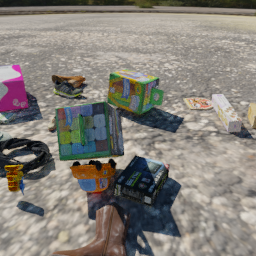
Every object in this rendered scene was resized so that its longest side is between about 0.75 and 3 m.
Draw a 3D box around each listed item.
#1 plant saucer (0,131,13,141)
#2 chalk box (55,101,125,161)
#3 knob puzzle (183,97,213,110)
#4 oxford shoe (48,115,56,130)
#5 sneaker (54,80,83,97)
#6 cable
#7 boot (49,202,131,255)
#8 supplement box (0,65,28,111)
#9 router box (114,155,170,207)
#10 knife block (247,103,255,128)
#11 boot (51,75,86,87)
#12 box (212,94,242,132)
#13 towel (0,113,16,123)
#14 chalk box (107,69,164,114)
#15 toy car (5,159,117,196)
[{"bbox_3d":[-4.745,0.385,9.854,1.283,0.322,1.283,0,29,0],"label":"plant saucer"},{"bbox_3d":[-1.061,0.144,7.696,1.430,1.437,2.309,-7,-8,11],"label":"chalk box"},{"bbox_3d":[3.355,-1.184,12.890,1.465,0.203,1.465,0,28,0],"label":"knob puzzle"},{"bbox_3d":[-2.936,-0.209,10.946,0.311,0.324,0.878,1,28,2],"label":"oxford shoe"},{"bbox_3d":[-2.982,-1.950,13.813,1.655,0.670,0.611,10,30,17],"label":"sneaker"},{"bbox_3d":[-3.352,0.839,8.950,1.990,0.506,1.624,8,23,14],"label":"cable"},{"bbox_3d":[-0.743,2.281,6.064,1.607,0.554,1.724,12,31,-5],"label":"boot"},{"bbox_3d":[-5.552,-1.943,13.079,1.339,1.368,2.647,-10,29,-20],"label":"supplement box"},{"bbox_3d":[0.413,1.415,7.785,1.102,0.457,1.470,12,31,22],"label":"router box"},{"bbox_3d":[5.639,-0.353,10.966,1.551,0.565,1.767,6,28,10],"label":"knife block"},{"bbox_3d":[-3.208,-2.617,15.198,1.595,0.588,1.234,23,35,17],"label":"boot"},{"bbox_3d":[4.004,-0.671,11.527,0.488,0.523,2.524,-2,31,2],"label":"box"},{"bbox_3d":[-5.280,-0.426,11.582,1.059,0.163,0.790,2,26,9],"label":"towel"},{"bbox_3d":[0.426,-1.538,12.059,2.255,1.403,1.396,20,28,26],"label":"chalk box"},{"bbox_3d":[-1.740,1.383,7.626,2.810,0.935,1.378,-5,-6,9],"label":"toy car"}]
